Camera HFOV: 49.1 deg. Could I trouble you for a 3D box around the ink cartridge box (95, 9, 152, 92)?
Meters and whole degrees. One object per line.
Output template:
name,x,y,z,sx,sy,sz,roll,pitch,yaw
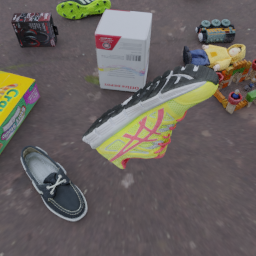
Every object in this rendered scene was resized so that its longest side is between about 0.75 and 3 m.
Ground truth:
ink cartridge box,-0.090,-2.214,8.227,1.384,1.905,1.378,8,51,5

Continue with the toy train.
toy train,3.143,-3.417,9.989,1.394,0.594,0.794,-5,63,-3

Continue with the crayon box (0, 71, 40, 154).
crayon box,-4.158,-0.423,7.547,2.403,0.812,2.785,14,54,10

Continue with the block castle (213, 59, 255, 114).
block castle,3.442,-1.325,8.196,1.866,0.875,1.247,-20,55,-14

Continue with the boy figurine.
boy figurine,2.842,-2.292,9.083,2.019,0.650,1.255,-3,50,1

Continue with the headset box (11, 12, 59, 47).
headset box,-3.105,-3.359,9.618,1.399,1.040,0.525,-2,54,-2

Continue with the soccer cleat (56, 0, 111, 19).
soccer cleat,-1.718,-4.720,10.957,2.094,0.707,0.849,-8,34,-6

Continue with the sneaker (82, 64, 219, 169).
sneaker,0.448,-0.084,4.701,1.171,2.594,1.014,52,38,-12

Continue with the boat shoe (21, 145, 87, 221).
boat shoe,-1.773,1.228,6.416,2.153,0.649,0.814,35,60,23
